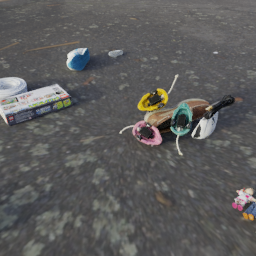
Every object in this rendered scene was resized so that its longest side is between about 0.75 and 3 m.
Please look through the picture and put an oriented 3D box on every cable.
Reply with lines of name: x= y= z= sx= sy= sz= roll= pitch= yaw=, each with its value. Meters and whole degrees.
cable: x=-5.001 y=-1.548 z=11.532 sx=1.639 sy=0.567 sz=1.639 roll=-23 pitch=42 yaw=-32

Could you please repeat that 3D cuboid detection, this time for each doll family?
doll family: x=3.224 y=1.929 z=6.709 sx=0.820 sy=0.595 sz=1.321 roll=-33 pitch=28 yaw=-28

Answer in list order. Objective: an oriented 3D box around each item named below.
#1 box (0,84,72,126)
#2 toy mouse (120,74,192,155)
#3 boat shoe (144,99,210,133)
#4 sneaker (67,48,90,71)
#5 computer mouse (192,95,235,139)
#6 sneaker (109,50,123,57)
box: x=-3.585 y=-0.948 z=10.773 sx=2.499 sy=0.434 sz=1.375 roll=-22 pitch=41 yaw=-28
toy mouse: x=1.134 y=-0.071 z=8.950 sx=2.649 sy=0.513 sz=2.355 roll=-32 pitch=67 yaw=1
boat shoe: x=1.786 y=-0.321 z=9.601 sx=2.385 sy=0.903 sz=0.856 roll=-17 pitch=41 yaw=-7
sneaker: x=-2.637 y=-3.416 z=14.087 sx=0.870 sy=0.824 sz=2.155 roll=-2 pitch=28 yaw=14
computer mouse: x=1.277 y=-0.086 z=4.334 sx=0.531 sy=0.968 sz=0.212 roll=-33 pitch=67 yaw=-22
sneaker: x=-0.712 y=-4.117 z=15.454 sx=0.873 sy=0.333 sz=0.351 roll=-15 pitch=28 yaw=-30
